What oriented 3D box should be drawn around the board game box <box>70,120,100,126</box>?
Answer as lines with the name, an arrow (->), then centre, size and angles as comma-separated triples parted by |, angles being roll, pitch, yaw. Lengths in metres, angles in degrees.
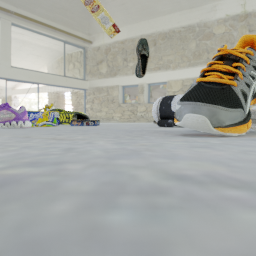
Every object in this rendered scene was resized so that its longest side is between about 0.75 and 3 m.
board game box -> -1.845, -0.223, 12.281 | 1.033, 0.264, 1.525 | 0, 2, 2

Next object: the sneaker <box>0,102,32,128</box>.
sneaker -> -3.476, -0.339, 7.598 | 1.622, 0.717, 0.652 | -2, 3, -31

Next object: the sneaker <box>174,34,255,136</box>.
sneaker -> 1.467, -0.702, 4.177 | 1.047, 1.033, 2.676 | 15, 32, 30

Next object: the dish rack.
dish rack -> 1.892, -0.129, 5.357 | 1.551, 0.393, 1.807 | -1, 1, 9

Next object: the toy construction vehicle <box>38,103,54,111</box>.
toy construction vehicle -> -4.216, -0.702, 13.396 | 1.358, 0.478, 1.182 | -52, 8, -32

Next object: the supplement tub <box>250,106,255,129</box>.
supplement tub -> 3.276, -0.253, 6.760 | 0.567, 0.567, 0.784 | -1, 2, -32

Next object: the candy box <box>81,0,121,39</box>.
candy box -> -0.759, -2.962, 7.141 | 0.360, 1.301, 0.751 | -37, -3, 9

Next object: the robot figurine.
robot figurine -> 1.662, -0.561, 9.443 | 1.774, 1.107, 1.333 | 1, -1, 43

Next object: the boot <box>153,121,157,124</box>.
boot -> 2.108, -0.697, 16.120 | 1.378, 1.037, 0.504 | 1, 2, 32

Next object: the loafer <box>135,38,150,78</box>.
loafer -> 0.626, -2.757, 11.001 | 0.567, 1.579, 0.497 | 3, 4, -20

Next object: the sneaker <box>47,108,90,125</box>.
sneaker -> -2.849, -0.531, 13.221 | 2.261, 0.842, 0.957 | -1, 1, -27

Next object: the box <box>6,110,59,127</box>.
box -> -3.257, -0.316, 9.702 | 0.620, 0.569, 1.771 | 1, 1, 36
